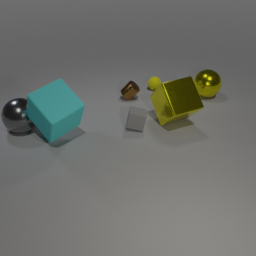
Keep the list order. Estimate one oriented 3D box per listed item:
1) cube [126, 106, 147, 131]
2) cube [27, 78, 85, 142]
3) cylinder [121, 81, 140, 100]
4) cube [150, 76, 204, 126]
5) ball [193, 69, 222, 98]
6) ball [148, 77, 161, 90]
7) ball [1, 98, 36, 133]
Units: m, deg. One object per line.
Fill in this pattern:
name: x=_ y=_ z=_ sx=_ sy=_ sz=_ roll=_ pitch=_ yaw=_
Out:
cube: x=0.344 y=-0.384 z=11.331 sx=0.700 sy=0.700 sz=0.700 roll=12 pitch=28 yaw=-3
cube: x=-2.596 y=-0.619 z=10.029 sx=1.400 sy=1.400 sz=1.400 roll=-36 pitch=77 yaw=-31
cylinder: x=0.112 y=-1.852 z=13.795 sx=0.700 sy=0.700 sz=0.700 roll=34 pitch=31 yaw=-24
cube: x=1.949 y=-1.074 z=11.408 sx=1.400 sy=1.400 sz=1.400 roll=-16 pitch=-10 yaw=-19
ball: x=3.940 y=-2.213 z=13.958 sx=1.400 sy=1.400 sz=1.400 roll=0 pitch=30 yaw=0
ball: x=1.413 y=-2.389 z=14.959 sx=0.700 sy=0.700 sz=0.700 roll=0 pitch=30 yaw=0
ball: x=-4.231 y=-0.486 z=11.027 sx=1.400 sy=1.400 sz=1.400 roll=0 pitch=30 yaw=0
